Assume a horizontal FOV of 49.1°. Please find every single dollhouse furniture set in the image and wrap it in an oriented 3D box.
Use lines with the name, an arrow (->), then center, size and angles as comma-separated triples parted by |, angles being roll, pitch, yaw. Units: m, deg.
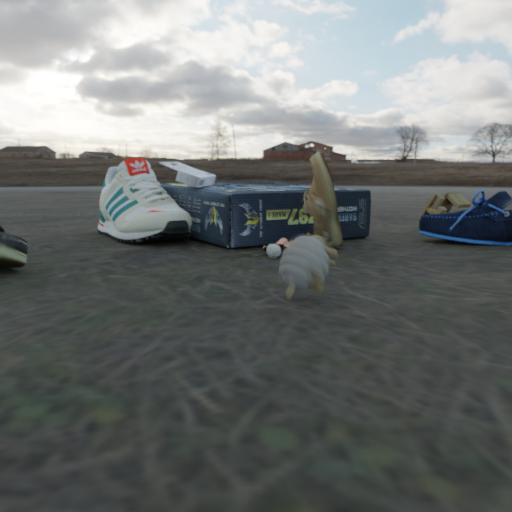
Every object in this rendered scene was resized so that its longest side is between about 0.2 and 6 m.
dollhouse furniture set -> 4.342, -0.674, 12.701 | 1.160, 0.993, 1.219 | -5, 45, -29

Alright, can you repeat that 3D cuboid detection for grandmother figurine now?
grandmother figurine -> 0.364, -0.125, 9.068 | 0.541, 0.270, 0.892 | -7, 4, 17

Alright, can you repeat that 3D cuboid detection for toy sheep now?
toy sheep -> 0.523, 0.099, 5.994 | 0.569, 0.569, 0.826 | 6, 48, 32

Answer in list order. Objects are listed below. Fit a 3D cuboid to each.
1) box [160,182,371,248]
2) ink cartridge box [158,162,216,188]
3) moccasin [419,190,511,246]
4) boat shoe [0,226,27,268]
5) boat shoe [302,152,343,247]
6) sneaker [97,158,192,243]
box -> -0.152, -1.011, 12.048 | 3.290, 1.064, 4.173 | -5, 11, -32
ink cartridge box -> -1.350, -1.591, 10.914 | 0.880, 0.223, 0.999 | 20, 14, 10
moccasin -> 4.596, -0.744, 10.514 | 2.968, 1.012, 1.194 | 1, 9, 9
boat shoe -> -4.229, -0.464, 8.030 | 2.718, 0.893, 0.971 | 10, -14, 32
boat shoe -> 1.058, -0.868, 9.388 | 0.569, 1.763, 0.628 | -10, 30, 10
sneaker -> -2.387, -1.167, 11.278 | 1.215, 1.613, 3.451 | -5, 10, -31
